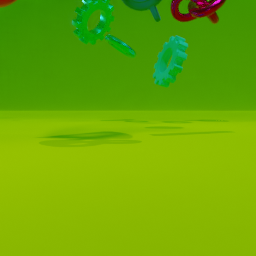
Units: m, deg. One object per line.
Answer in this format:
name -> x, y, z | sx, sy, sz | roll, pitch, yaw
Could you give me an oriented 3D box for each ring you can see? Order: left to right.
ring -> -0.251, -2.802, 9.641 | 1.238, 0.248, 1.238 | 32, 7, -4

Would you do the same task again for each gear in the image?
gear -> -1.241, -3.950, 10.283 | 0.325, 1.758, 1.758 | 39, 23, 25
gear -> 1.363, -2.179, 9.236 | 0.306, 1.652, 1.652 | 16, -2, -19

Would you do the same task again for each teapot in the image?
teapot -> 0.293, -2.988, 5.721 | 1.048, 1.685, 0.825 | -22, 9, 17

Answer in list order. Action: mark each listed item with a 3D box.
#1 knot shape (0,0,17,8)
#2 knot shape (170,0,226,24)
knot shape -> -1.182, -2.103, 2.782 | 1.521, 1.423, 0.703 | -36, 11, 4
knot shape -> 2.581, -4.159, 9.770 | 1.909, 0.882, 1.786 | 13, 15, 34
